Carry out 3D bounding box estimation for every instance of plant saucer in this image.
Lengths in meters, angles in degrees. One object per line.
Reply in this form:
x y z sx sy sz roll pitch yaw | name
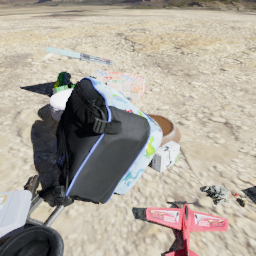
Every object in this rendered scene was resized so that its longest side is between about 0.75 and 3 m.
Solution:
0.688 0.061 9.854 2.386 0.411 2.386 1 29 0 | plant saucer

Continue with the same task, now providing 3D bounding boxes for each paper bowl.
-1.945 -0.717 10.619 1.916 0.996 1.916 0 29 0 | paper bowl

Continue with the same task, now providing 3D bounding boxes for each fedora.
-1.778 2.517 5.107 1.395 0.637 1.395 -4 36 3 | fedora

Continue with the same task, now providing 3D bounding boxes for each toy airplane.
1.273 2.228 5.976 1.830 0.337 1.830 2 30 -1 | toy airplane

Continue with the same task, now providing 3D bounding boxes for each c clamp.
-1.809 1.966 6.639 1.392 0.221 1.629 4 30 17 | c clamp

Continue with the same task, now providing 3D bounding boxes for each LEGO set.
2.476 1.640 7.078 1.067 0.302 0.693 2 29 4 | LEGO set

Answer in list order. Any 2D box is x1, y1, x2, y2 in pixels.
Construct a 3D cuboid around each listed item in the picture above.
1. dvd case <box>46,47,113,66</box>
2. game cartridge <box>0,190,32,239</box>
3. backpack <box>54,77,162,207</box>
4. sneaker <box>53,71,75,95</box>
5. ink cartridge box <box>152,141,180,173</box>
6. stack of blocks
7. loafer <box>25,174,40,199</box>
-1.870 -2.863 11.239 1.662 0.251 2.277 17 11 26 | dvd case
-3.223 1.998 6.267 1.878 0.390 1.250 -7 25 -3 | game cartridge
-0.684 0.234 7.292 2.096 2.610 2.852 19 21 -32 | backpack
-2.962 -2.023 13.386 0.888 0.813 2.083 6 38 -5 | sneaker
1.112 0.837 8.217 0.839 0.615 0.348 -26 38 -36 | ink cartridge box
-0.548 -2.060 13.296 2.585 0.757 1.489 8 30 14 | stack of blocks
-2.527 1.508 7.315 0.295 0.302 0.827 -1 29 -2 | loafer
